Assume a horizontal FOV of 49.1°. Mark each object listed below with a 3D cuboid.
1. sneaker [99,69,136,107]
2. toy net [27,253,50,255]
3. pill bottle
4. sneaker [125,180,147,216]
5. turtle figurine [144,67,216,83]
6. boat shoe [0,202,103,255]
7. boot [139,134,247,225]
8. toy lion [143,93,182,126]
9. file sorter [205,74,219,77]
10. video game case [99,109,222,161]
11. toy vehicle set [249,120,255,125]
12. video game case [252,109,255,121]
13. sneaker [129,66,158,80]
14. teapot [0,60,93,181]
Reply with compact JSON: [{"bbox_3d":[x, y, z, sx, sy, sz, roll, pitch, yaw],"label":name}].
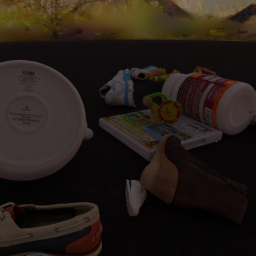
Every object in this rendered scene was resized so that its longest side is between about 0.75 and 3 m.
[{"bbox_3d":[-0.462,-1.561,10.658,1.253,1.084,2.891,-6,21,-2],"label":"sneaker"},{"bbox_3d":[-1.210,2.038,2.049,1.423,0.524,2.713,15,27,27],"label":"toy net"},{"bbox_3d":[2.211,-0.828,8.137,1.406,1.406,2.566,-12,24,-29],"label":"pill bottle"},{"bbox_3d":[0.146,1.123,4.629,0.351,0.334,0.873,6,22,-4],"label":"sneaker"},{"bbox_3d":[2.121,-2.172,12.308,2.960,0.953,2.387,-6,14,-1],"label":"turtle figurine"},{"bbox_3d":[-1.386,1.296,3.686,2.118,0.663,0.754,1,23,5],"label":"boat shoe"},{"bbox_3d":[1.240,0.854,5.115,1.689,0.735,2.031,18,24,13],"label":"boot"},{"bbox_3d":[0.918,-0.503,7.257,0.873,0.911,0.313,-20,13,9],"label":"toy lion"},{"bbox_3d":[3.020,-1.636,11.142,0.870,0.781,1.254,14,26,34],"label":"file sorter"},{"bbox_3d":[0.779,0.028,7.519,2.276,0.286,2.501,-12,25,-29],"label":"video game case"},{"bbox_3d":[3.350,-0.461,8.870,0.959,0.205,1.544,-1,21,-4],"label":"toy vehicle set"},{"bbox_3d":[4.178,-0.651,8.878,2.528,0.228,1.810,-4,23,-27],"label":"video game case"},{"bbox_3d":[0.952,-2.754,14.476,1.736,0.651,0.752,-15,38,-27],"label":"sneaker"},{"bbox_3d":[-2.109,-0.042,5.554,2.379,2.411,1.761,-48,9,-26],"label":"teapot"}]
